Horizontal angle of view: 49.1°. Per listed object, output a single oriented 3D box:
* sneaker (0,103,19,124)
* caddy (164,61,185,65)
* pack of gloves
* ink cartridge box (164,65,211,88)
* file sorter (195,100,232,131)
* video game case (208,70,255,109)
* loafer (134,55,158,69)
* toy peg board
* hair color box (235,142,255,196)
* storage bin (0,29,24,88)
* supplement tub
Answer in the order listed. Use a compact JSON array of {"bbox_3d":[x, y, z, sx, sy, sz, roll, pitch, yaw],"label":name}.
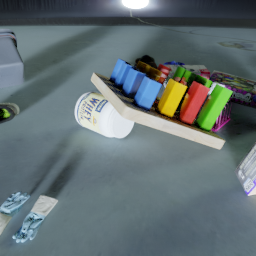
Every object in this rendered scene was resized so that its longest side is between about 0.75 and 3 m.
[{"bbox_3d":[-4.130,-0.429,8.318,1.667,0.615,0.729,-3,20,-17],"label":"sneaker"},{"bbox_3d":[2.179,-2.743,12.951,0.980,0.728,1.386,-2,26,-6],"label":"caddy"},{"bbox_3d":[-1.839,1.549,4.866,0.853,0.200,1.016,15,32,8],"label":"pack of gloves"},{"bbox_3d":[2.395,-2.142,11.698,1.744,0.736,1.263,0,26,1],"label":"ink cartridge box"},{"bbox_3d":[2.550,-0.460,8.352,0.719,0.649,1.035,20,33,35],"label":"file sorter"},{"bbox_3d":[3.927,-1.305,9.567,2.369,0.468,2.613,19,24,15],"label":"video game case"},{"bbox_3d":[0.927,-2.951,13.076,1.000,0.977,2.740,-5,26,-11],"label":"loafer"},{"bbox_3d":[0.905,-1.032,7.351,2.920,1.434,2.932,17,17,-28],"label":"toy peg board"},{"bbox_3d":[3.247,0.662,5.436,1.970,1.077,0.639,-6,51,-12],"label":"hair color box"},{"bbox_3d":[-5.732,-2.521,11.454,2.897,2.108,1.946,-17,59,-32],"label":"storage bin"},{"bbox_3d":[-0.637,-0.355,7.665,1.442,1.045,1.045,21,33,37],"label":"supplement tub"}]
